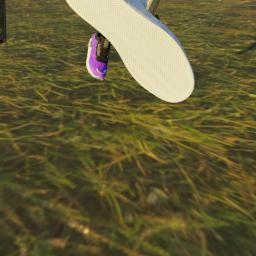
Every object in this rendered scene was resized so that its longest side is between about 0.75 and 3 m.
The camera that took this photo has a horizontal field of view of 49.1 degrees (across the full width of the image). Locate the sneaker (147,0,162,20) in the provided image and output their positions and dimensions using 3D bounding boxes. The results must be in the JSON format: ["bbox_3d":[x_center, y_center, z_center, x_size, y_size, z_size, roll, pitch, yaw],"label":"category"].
[{"bbox_3d":[0.698,-3.091,8.213,1.165,2.194,0.821,12,33,-28],"label":"sneaker"}]

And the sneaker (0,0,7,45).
[{"bbox_3d":[-2.008,-1.823,3.665,0.804,1.141,2.148,-5,3,-7],"label":"sneaker"}]

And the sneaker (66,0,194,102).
[{"bbox_3d":[0.256,-1.661,4.546,0.916,2.487,1.437,-32,21,34],"label":"sneaker"}]

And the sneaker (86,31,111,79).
[{"bbox_3d":[-0.698,-1.965,7.184,0.497,0.711,1.430,11,61,-32],"label":"sneaker"}]
